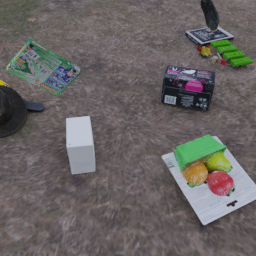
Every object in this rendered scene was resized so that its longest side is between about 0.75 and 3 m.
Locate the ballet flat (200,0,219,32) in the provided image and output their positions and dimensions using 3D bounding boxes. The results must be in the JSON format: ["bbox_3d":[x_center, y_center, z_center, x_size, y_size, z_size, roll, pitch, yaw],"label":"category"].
[{"bbox_3d":[2.855,-3.936,9.709,0.462,0.395,1.390,-13,74,10],"label":"ballet flat"}]

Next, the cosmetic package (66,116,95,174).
[{"bbox_3d":[-1.588,0.571,9.459,0.846,1.376,1.371,-7,45,-7],"label":"cosmetic package"}]

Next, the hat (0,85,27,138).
[{"bbox_3d":[-5.047,-0.868,10.688,2.397,0.967,2.397,8,62,-16],"label":"hat"}]

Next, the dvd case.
[{"bbox_3d":[4.776,-5.418,16.472,2.262,0.280,1.700,-16,46,-17],"label":"dvd case"}]

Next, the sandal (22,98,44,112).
[{"bbox_3d":[-4.279,-0.901,11.820,1.473,0.315,0.560,15,52,2],"label":"sandal"}]

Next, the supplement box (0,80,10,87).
[{"bbox_3d":[-5.810,-1.615,12.131,1.483,0.812,0.807,28,51,25],"label":"supplement box"}]

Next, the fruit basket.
[{"bbox_3d":[2.597,1.535,8.902,2.283,1.156,2.465,-19,63,-19],"label":"fruit basket"}]

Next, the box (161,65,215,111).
[{"bbox_3d":[2.527,-1.694,11.831,2.039,1.348,1.170,11,41,12],"label":"box"}]

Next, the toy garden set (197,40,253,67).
[{"bbox_3d":[4.933,-3.765,14.658,1.970,0.472,2.363,-11,46,-14],"label":"toy garden set"}]

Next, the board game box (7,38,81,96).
[{"bbox_3d":[-2.890,-2.029,9.763,1.394,2.071,0.302,-37,50,25],"label":"board game box"}]
